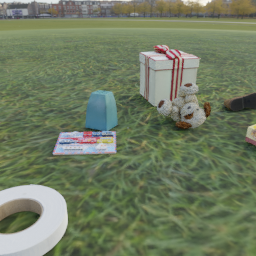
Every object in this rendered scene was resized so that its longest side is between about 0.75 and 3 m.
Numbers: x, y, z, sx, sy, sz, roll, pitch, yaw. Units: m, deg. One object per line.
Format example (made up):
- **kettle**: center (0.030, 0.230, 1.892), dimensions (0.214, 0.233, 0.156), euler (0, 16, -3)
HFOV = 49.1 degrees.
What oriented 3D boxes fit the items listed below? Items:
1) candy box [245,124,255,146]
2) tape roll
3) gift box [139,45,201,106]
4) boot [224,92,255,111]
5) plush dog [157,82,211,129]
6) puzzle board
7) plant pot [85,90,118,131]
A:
- **candy box**: center (4.936, 0.178, 9.045), dimensions (2.018, 0.558, 1.165), euler (-15, 30, -31)
- **tape roll**: center (-2.213, 1.859, 5.618), dimensions (1.984, 0.363, 1.984), euler (0, 24, 0)
- **gift box**: center (1.901, -2.511, 12.803), dimensions (2.497, 2.332, 2.304), euler (-10, 27, -19)
- **boot**: center (5.046, -1.170, 11.948), dimensions (1.973, 0.726, 0.745), euler (-8, 15, -11)
- **plush dog**: center (2.164, -0.570, 10.285), dimensions (1.751, 1.405, 1.504), euler (-34, 47, -6)
- **puzzle board**: center (-1.330, 0.438, 8.978), dimensions (1.889, 0.164, 1.424), euler (-2, 24, -3)
- **plant pot**: center (-0.925, -0.664, 9.980), dimensions (0.885, 1.252, 0.885), euler (10, 20, 22)
